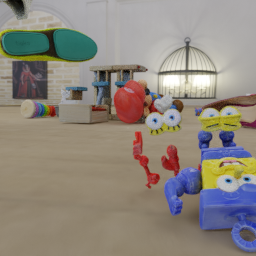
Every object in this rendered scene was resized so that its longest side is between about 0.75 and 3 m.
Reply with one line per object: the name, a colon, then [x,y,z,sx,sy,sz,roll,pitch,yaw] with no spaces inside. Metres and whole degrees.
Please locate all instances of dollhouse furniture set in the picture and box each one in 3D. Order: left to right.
dollhouse furniture set: [-0.677,-1.177,9.253,1.897,1.908,2.707,2,5,23]

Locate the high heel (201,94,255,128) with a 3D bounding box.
high heel: [2.807,-0.457,7.074,1.285,0.901,2.672,10,-9,0]

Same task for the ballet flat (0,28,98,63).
ballet flat: [-1.992,-2.020,6.926,2.522,0.843,0.845,-10,9,-38]

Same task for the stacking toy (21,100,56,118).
stacking toy: [-3.522,-0.712,11.431,0.710,0.710,1.664,3,0,25]

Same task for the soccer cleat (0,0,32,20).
soccer cleat: [-2.615,-2.930,5.228,0.802,0.995,2.337,-4,-10,18]

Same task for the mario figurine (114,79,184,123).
mario figurine: [0.731,-1.005,8.982,1.806,1.551,2.926,-21,-12,34]

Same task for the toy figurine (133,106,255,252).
toy figurine: [0.702,0.383,1.652,1.373,0.724,0.823,-2,34,5]

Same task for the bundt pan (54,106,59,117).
bundt pan: [-2.221,-0.611,10.877,1.257,0.472,1.257,1,6,0]

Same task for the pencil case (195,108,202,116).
pencil case: [3.414,-0.718,12.449,0.921,0.360,0.400,1,17,3]

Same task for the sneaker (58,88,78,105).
sneaker: [-2.759,-1.185,12.835,0.792,1.212,2.108,-3,6,-29]

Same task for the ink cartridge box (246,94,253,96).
ink cartridge box: [6.882,-1.098,12.984,2.360,1.010,1.742,3,6,10]
